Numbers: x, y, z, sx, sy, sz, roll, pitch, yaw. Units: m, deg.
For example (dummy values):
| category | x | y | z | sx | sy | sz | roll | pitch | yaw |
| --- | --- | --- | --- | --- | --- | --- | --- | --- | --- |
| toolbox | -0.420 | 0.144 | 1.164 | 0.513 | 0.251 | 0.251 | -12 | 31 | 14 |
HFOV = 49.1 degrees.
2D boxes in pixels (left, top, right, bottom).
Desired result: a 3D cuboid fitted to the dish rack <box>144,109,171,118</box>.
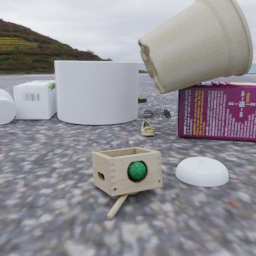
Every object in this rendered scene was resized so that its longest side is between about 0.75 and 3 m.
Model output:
| category | x | y | z | sx | sy | sz | roll | pitch | yaw |
| --- | --- | --- | --- | --- | --- | --- | --- | --- | --- |
| dish rack | 1.049 | -0.528 | 10.159 | 0.939 | 0.256 | 0.720 | -3 | 12 | -4 |

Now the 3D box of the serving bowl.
| category | x | y | z | sx | sy | sz | roll | pitch | yaw |
| --- | --- | --- | --- | --- | --- | --- | --- | --- | --- |
| serving bowl | 1.282 | 0.699 | 4.850 | 0.897 | 0.295 | 0.897 | -1 | 14 | 0 |

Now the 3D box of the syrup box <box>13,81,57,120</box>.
| category | x | y | z | sx | sy | sz | roll | pitch | yaw |
| --- | --- | --- | --- | --- | --- | --- | --- | --- | --- |
| syrup box | -3.335 | -1.160 | 10.746 | 1.156 | 1.195 | 2.935 | 0 | 14 | -5 |

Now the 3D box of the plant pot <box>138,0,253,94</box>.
| category | x | y | z | sx | sy | sz | roll | pitch | yaw |
| --- | --- | --- | --- | --- | --- | --- | --- | --- | --- |
| plant pot | 1.378 | -1.793 | 6.485 | 1.960 | 2.141 | 2.141 | -25 | 14 | 1 |

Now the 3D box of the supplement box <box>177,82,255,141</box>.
| category | x | y | z | sx | sy | sz | roll | pitch | yaw |
| --- | --- | --- | --- | --- | --- | --- | --- | --- | --- |
| supplement box | 2.734 | -0.527 | 7.621 | 2.695 | 1.391 | 1.764 | 3 | 14 | 12 |

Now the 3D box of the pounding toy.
| category | x | y | z | sx | sy | sz | roll | pitch | yaw |
| --- | --- | --- | --- | --- | --- | --- | --- | --- | --- |
| pounding toy | -0.047 | 0.737 | 4.133 | 0.956 | 0.739 | 1.039 | -5 | 4 | -24 |

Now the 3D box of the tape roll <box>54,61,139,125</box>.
| category | x | y | z | sx | sy | sz | roll | pitch | yaw |
| --- | --- | --- | --- | --- | --- | --- | --- | --- | --- |
| tape roll | -1.042 | -1.332 | 9.768 | 2.858 | 1.962 | 2.858 | 0 | 13 | 0 |

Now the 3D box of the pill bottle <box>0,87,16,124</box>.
| category | x | y | z | sx | sy | sz | roll | pitch | yaw |
| --- | --- | --- | --- | --- | --- | --- | --- | --- | --- |
| pill bottle | -4.485 | -0.854 | 9.292 | 1.113 | 1.113 | 1.998 | -11 | 30 | -40 |

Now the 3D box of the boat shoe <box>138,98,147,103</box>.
| category | x | y | z | sx | sy | sz | roll | pitch | yaw |
| --- | --- | --- | --- | --- | --- | --- | --- | --- | --- |
| boat shoe | 0.542 | -1.318 | 13.477 | 0.766 | 0.280 | 0.248 | 0 | 3 | -23 |

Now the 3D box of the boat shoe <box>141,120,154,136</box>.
| category | x | y | z | sx | sy | sz | roll | pitch | yaw |
| --- | --- | --- | --- | --- | --- | --- | --- | --- | --- |
| boat shoe | 0.533 | 0.011 | 7.762 | 0.326 | 0.281 | 0.894 | 0 | 13 | -2 |
